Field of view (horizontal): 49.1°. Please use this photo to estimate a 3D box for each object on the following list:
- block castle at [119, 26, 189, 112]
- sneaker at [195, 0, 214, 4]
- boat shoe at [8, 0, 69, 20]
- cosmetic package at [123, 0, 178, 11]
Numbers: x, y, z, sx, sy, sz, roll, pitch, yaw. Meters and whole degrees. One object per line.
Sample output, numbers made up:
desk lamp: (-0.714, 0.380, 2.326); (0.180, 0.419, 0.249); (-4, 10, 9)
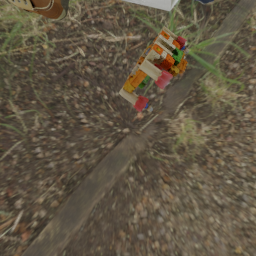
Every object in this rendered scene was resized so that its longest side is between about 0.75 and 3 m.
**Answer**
block castle: (0.680, -1.347, 6.440); (0.886, 1.262, 1.889); (35, 47, -10)
sneaker: (1.766, -3.434, 5.918); (0.621, 1.180, 1.634); (33, 77, 26)
boat shoe: (-2.204, -3.069, 6.302); (1.099, 1.126, 2.976); (-11, 27, -30)
cosmetic package: (0.200, -3.580, 6.435); (2.085, 1.122, 0.884); (19, 49, 16)
